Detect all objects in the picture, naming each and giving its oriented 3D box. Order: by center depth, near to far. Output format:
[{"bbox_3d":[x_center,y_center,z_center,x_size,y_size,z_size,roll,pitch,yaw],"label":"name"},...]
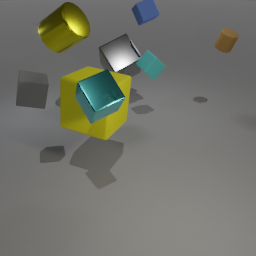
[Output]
[{"bbox_3d":[-0.579,-0.619,5.629,0.700,0.700,0.700,-28,81,-21],"label":"cube"},{"bbox_3d":[-2.434,-0.981,7.109,0.700,0.700,0.700,6,29,-22],"label":"cube"},{"bbox_3d":[-0.862,-0.721,7.578,1.400,1.400,1.400,16,29,17],"label":"cube"},{"bbox_3d":[0.656,-4.401,10.590,0.700,0.700,0.700,-27,12,-9],"label":"cube"},{"bbox_3d":[-2.398,-3.759,10.597,1.400,1.400,1.400,-19,16,34],"label":"cylinder"},{"bbox_3d":[0.881,-2.449,10.921,0.700,0.700,0.700,30,16,-46],"label":"cube"},{"bbox_3d":[3.954,-3.507,11.246,0.700,0.700,0.700,8,47,-9],"label":"cylinder"},{"bbox_3d":[-0.331,-2.986,12.398,1.400,1.400,1.400,-30,79,-9],"label":"cube"}]
